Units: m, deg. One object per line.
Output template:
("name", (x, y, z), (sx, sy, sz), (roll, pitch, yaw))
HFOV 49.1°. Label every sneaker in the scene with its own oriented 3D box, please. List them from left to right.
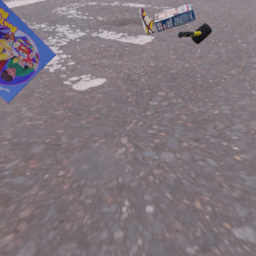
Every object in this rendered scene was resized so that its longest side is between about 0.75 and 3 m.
("sneaker", (0.756, -4.091, 10.649), (0.475, 1.054, 0.395), (-15, 10, 13))

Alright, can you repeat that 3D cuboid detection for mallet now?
("mallet", (1.140, -1.662, 5.075), (1.156, 0.381, 0.238), (-29, 80, -46))

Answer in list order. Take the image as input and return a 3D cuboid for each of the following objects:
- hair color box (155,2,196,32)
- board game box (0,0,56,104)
("hair color box", (1.596, -3.773, 9.543), (1.310, 0.397, 0.655), (-13, 40, 18))
("board game box", (-1.899, -1.203, 3.780), (1.025, 1.525, 0.341), (-45, 39, 0))
